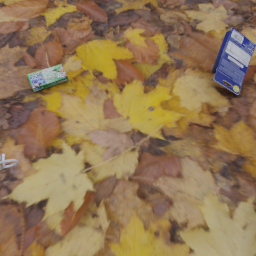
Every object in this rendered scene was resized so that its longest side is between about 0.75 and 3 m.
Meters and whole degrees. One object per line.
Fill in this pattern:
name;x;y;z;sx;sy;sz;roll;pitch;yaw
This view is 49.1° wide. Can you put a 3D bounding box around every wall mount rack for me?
wall mount rack;-3.632;0.843;6.933;1.691;1.469;0.631;-11;72;-21

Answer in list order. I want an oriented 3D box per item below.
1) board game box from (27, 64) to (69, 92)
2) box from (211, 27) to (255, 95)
board game box;-2.800;-1.761;9.779;1.257;0.183;0.846;-21;51;-13
box;3.527;-2.212;9.437;1.190;0.318;1.965;26;79;-21
